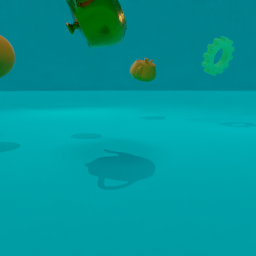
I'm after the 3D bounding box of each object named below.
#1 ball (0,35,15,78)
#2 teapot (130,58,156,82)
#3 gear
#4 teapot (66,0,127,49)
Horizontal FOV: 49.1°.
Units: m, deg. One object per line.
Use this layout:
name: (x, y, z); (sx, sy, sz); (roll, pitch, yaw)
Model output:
ball: (-3.125, -1.641, 6.366); (1.029, 1.029, 1.029); (0, 8, 0)
teapot: (0.706, -2.513, 11.853); (1.126, 0.887, 1.812); (22, 27, 14)
gear: (3.217, -2.548, 9.983); (1.326, 1.326, 0.245); (-6, 32, -34)
teapot: (-0.660, -2.056, 5.275); (1.017, 1.292, 2.077); (-28, -8, -1)
